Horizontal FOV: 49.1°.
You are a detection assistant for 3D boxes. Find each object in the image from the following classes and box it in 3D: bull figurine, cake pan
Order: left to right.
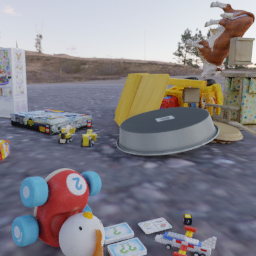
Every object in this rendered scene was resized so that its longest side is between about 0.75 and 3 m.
[{"bbox_3d":[0.915,-0.020,6.910,2.531,0.464,2.531,-10,16,3],"label":"cake pan"},{"bbox_3d":[3.269,-3.183,10.415,1.799,2.963,0.965,16,48,-14],"label":"bull figurine"}]

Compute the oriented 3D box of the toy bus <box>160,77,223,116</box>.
[{"bbox_3d":[2.376,-1.071,11.390,2.173,1.536,2.263,-21,22,-27],"label":"toy bus"}]

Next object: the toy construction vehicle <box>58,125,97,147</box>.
[{"bbox_3d":[-1.280,0.171,7.341,0.963,0.389,1.106,1,11,8],"label":"toy construction vehicle"}]

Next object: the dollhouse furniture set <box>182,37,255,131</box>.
[{"bbox_3d":[3.067,-1.477,9.081,2.618,2.961,1.646,-2,11,-11],"label":"dollhouse furniture set"}]

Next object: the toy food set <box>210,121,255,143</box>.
[{"bbox_3d":[2.338,0.157,7.636,2.217,0.445,1.531,3,17,-15],"label":"toy food set"}]

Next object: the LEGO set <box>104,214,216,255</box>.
[{"bbox_3d":[0.331,1.108,2.906,1.095,0.269,0.818,-5,15,-23],"label":"LEGO set"}]

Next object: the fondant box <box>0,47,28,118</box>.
[{"bbox_3d":[-5.189,-1.849,11.516,1.993,2.763,0.805,6,13,23],"label":"fondant box"}]

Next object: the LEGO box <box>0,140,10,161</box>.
[{"bbox_3d":[-3.034,0.482,5.867,0.871,0.336,0.649,0,11,-1],"label":"LEGO box"}]

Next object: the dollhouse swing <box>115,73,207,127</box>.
[{"bbox_3d":[1.043,-0.905,9.720,2.259,2.335,2.569,18,7,-14],"label":"dollhouse swing"}]

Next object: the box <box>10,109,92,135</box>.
[{"bbox_3d":[-2.572,-0.253,9.303,2.345,0.468,1.606,9,14,40],"label":"box"}]

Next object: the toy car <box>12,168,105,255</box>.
[{"bbox_3d":[-0.494,0.916,2.739,0.915,0.809,0.843,25,14,38],"label":"toy car"}]

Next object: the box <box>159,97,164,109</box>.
[{"bbox_3d":[1.289,-1.239,13.161,1.084,0.941,1.774,0,10,0],"label":"box"}]
